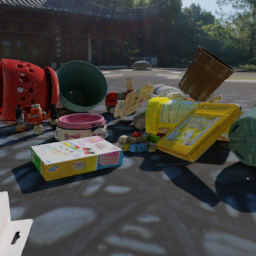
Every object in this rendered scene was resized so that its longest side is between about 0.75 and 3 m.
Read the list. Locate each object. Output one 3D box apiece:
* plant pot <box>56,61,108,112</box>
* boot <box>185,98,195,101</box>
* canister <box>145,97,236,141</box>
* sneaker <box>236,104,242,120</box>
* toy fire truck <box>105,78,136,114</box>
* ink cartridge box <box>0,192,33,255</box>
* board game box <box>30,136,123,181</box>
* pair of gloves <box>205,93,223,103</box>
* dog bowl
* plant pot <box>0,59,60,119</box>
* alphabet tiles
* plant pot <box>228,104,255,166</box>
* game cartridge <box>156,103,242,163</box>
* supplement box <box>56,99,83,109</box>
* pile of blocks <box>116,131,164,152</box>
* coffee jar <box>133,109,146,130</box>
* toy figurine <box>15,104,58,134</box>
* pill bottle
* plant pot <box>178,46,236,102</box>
[{"bbox_3d":[-2.588,-1.894,14.617,2.643,2.643,1.780,-8,-18,-27],"label":"plant pot"},{"bbox_3d":[3.213,-1.449,15.376,1.646,0.813,2.120,-3,16,-11],"label":"boot"},{"bbox_3d":[2.364,-0.374,10.391,2.992,1.295,2.222,7,12,18],"label":"canister"},{"bbox_3d":[4.440,-0.737,12.557,1.288,0.901,2.231,2,13,16],"label":"sneaker"},{"bbox_3d":[-0.315,-1.645,14.149,1.602,1.820,1.171,-3,14,-12],"label":"toy fire truck"},{"bbox_3d":[-2.607,1.558,4.448,1.899,0.644,1.102,-2,15,-7],"label":"ink cartridge box"},{"bbox_3d":[-1.452,0.763,7.826,2.129,0.429,1.629,-9,17,-29],"label":"board game box"},{"bbox_3d":[3.325,-0.958,12.904,2.056,0.424,2.417,-29,5,14],"label":"pair of gloves"},{"bbox_3d":[-1.689,-0.023,10.217,1.978,0.729,1.978,0,15,0],"label":"dog bowl"},{"bbox_3d":[-4.679,-1.750,13.039,2.446,2.686,2.686,-2,14,-32],"label":"plant pot"},{"bbox_3d":[0.277,-1.176,12.320,2.053,0.150,2.008,-30,-18,-23],"label":"alphabet tiles"},{"bbox_3d":[3.931,0.118,7.929,1.852,1.891,1.891,-21,24,-35],"label":"plant pot"},{"bbox_3d":[2.013,0.014,8.165,2.104,0.341,1.855,-43,19,-12],"label":"game cartridge"},{"bbox_3d":[-3.415,-1.583,16.022,2.411,0.734,1.312,-6,17,-24],"label":"supplement box"},{"bbox_3d":[0.508,0.402,8.956,1.784,0.554,0.732,-6,16,-19],"label":"pile of blocks"},{"bbox_3d":[0.705,-0.406,11.670,0.701,0.574,1.345,-42,0,21],"label":"coffee jar"},{"bbox_3d":[-3.605,-0.357,11.136,1.440,1.017,1.462,1,16,26],"label":"toy figurine"},{"bbox_3d":[1.875,-1.315,13.615,1.433,1.433,2.588,-2,14,-9],"label":"pill bottle"},{"bbox_3d":[3.202,-2.183,11.910,1.851,1.833,1.851,28,26,-15],"label":"plant pot"}]
